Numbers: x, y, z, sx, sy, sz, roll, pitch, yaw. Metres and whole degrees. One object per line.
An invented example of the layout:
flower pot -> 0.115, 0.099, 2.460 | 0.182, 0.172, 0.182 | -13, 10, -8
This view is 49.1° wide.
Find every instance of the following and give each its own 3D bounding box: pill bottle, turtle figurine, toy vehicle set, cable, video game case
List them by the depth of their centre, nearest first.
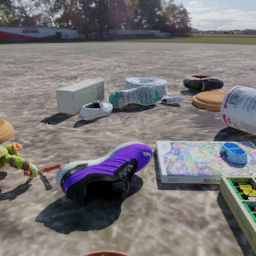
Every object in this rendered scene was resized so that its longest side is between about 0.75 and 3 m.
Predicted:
toy vehicle set -> 2.946, 1.729, 5.055 | 1.719, 0.367, 2.766 | 0, 21, -1
turtle figurine -> -3.216, 0.876, 6.453 | 2.915, 0.939, 2.351 | 8, 23, 21
video game case -> 2.235, 0.857, 7.462 | 2.840, 0.256, 2.034 | 0, 21, 2
pill bottle -> 4.489, -0.421, 9.075 | 1.473, 1.473, 2.598 | -14, 26, -32
cable -> 0.937, -2.126, 14.443 | 2.202, 0.762, 2.201 | -17, 27, -37

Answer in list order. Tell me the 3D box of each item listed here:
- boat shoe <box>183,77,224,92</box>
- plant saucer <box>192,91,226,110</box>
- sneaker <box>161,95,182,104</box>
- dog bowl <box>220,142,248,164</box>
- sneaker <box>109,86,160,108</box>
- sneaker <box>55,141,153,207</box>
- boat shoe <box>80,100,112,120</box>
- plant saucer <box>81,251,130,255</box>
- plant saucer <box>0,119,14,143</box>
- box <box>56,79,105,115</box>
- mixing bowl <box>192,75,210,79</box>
boat shoe -> 4.021, -2.281, 14.973 | 2.169, 0.780, 0.703 | 7, 35, 6
plant saucer -> 4.157, -1.305, 12.894 | 2.314, 0.374, 2.314 | 0, 22, 0
sneaker -> 1.978, -1.252, 12.845 | 1.027, 0.385, 0.445 | 3, 26, 30
dog bowl -> 2.792, 0.631, 7.381 | 0.508, 0.226, 0.911 | -3, 22, -7
sneaker -> 0.235, -1.518, 12.789 | 2.373, 0.921, 1.083 | -3, 17, -12
sneaker -> -0.248, 1.100, 6.215 | 2.422, 0.842, 1.205 | -18, 33, -30
boat shoe -> -1.175, -0.800, 11.122 | 0.637, 0.566, 1.732 | 31, 33, 20
plant saucer -> -0.350, 2.320, 3.693 | 1.609, 0.260, 1.609 | 0, 20, 0
plant saucer -> -4.956, 0.103, 9.194 | 2.239, 0.419, 2.239 | 0, 22, 0
box -> -2.010, -1.440, 12.346 | 0.865, 1.039, 2.528 | 9, 22, 24
mixing bowl -> 4.136, -2.570, 15.805 | 1.142, 0.618, 1.142 | -1, 21, 0
